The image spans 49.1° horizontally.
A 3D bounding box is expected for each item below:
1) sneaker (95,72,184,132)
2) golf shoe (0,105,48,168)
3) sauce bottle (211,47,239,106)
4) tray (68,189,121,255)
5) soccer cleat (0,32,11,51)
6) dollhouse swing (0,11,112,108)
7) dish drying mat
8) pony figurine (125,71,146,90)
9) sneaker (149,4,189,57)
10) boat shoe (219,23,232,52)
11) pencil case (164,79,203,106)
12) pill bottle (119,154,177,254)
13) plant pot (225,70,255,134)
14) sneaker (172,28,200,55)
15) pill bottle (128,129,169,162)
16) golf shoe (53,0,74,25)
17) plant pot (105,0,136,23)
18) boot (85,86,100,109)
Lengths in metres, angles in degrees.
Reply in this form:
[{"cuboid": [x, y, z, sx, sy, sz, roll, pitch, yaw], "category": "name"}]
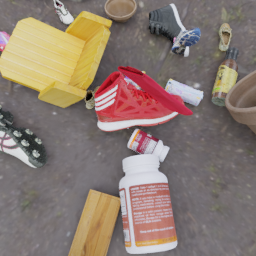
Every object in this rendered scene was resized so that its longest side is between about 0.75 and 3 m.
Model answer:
[{"cuboid": [0.372, -1.006, 8.978, 2.997, 1.731, 1.174, -16, 31, -11], "category": "sneaker"}, {"cuboid": [-3.897, 0.451, 9.208, 2.934, 1.133, 1.292, 40, 100, 11], "category": "golf shoe"}, {"cuboid": [3.534, -1.864, 10.020, 0.712, 0.712, 2.202, 17, 70, 6], "category": "sauce bottle"}, {"cuboid": [-0.986, 3.071, 8.544, 1.054, 0.396, 2.137, 15, 73, 5], "category": "tray"}, {"cuboid": [-4.454, -3.133, 10.418, 2.321, 0.774, 0.887, 20, 68, 9], "category": "soccer cleat"}, {"cuboid": [-2.503, -2.596, 9.249, 2.559, 2.645, 2.911, 27, 71, -27], "category": "dollhouse swing"}, {"cuboid": [0.831, -0.969, 7.640, 0.988, 2.571, 0.234, 29, 90, 43], "category": "dish drying mat"}, {"cuboid": [0.105, -1.546, 9.890, 1.111, 0.958, 1.151, 8, 57, -7], "category": "pony figurine"}, {"cuboid": [1.459, -3.555, 10.523, 1.195, 0.852, 2.410, -14, 67, -3], "category": "sneaker"}, {"cuboid": [3.751, -3.530, 10.708, 0.451, 0.385, 1.230, 6, 72, 2], "category": "boat shoe"}, {"cuboid": [1.955, -1.262, 9.847, 1.338, 0.607, 0.556, 24, 62, 6], "category": "pencil case"}, {"cuboid": [0.530, 2.181, 8.253, 1.478, 1.478, 2.635, -6, 72, -2], "category": "pill bottle"}, {"cuboid": [4.755, -0.475, 8.574, 2.705, 2.705, 2.359, -41, 106, -12], "category": "plant pot"}, {"cuboid": [1.671, -2.657, 8.179, 0.489, 1.269, 0.540, 15, 75, -19], "category": "sneaker"}, {"cuboid": [0.675, 0.597, 9.188, 1.256, 0.709, 0.709, 27, 74, 7], "category": "pill bottle"}, {"cuboid": [-2.564, -4.531, 10.978, 0.459, 0.524, 1.189, -39, 77, -13], "category": "golf shoe"}, {"cuboid": [-0.277, -4.522, 10.897, 1.220, 0.563, 1.220, -1, 62, 2], "category": "plant pot"}, {"cuboid": [-1.202, -1.172, 9.754, 0.340, 0.726, 0.934, 29, 74, 9], "category": "boot"}]
